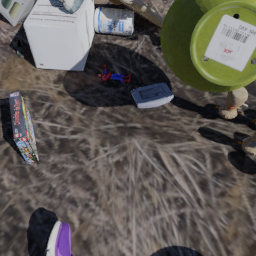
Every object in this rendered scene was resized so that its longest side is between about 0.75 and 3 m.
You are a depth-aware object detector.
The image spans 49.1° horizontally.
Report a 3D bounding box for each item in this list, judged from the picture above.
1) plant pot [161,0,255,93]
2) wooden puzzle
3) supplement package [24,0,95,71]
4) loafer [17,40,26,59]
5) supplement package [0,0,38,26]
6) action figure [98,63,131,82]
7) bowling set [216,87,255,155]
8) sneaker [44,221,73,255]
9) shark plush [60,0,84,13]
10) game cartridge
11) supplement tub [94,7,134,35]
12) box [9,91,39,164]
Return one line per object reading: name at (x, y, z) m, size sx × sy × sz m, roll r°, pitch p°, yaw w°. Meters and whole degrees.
plant pot at (1.659, -1.593, 5.056) m, size 2.329 × 2.329 × 2.489 m, roll 10°, pitch 21°, yaw 8°
wooden puzzle at (-0.053, -4.586, 10.026) m, size 2.691 × 0.501 × 2.489 m, roll 37°, pitch 19°, yaw 27°
supplement package at (-2.071, -3.403, 9.262) m, size 1.618 × 1.613 × 2.759 m, roll 5°, pitch 52°, yaw 2°
loafer at (-3.694, -2.704, 9.580) m, size 0.298 × 0.261 × 0.831 m, roll -16°, pitch 53°, yaw -12°
supplement package at (-3.889, -5.079, 10.106) m, size 1.508 × 1.988 × 1.497 m, roll 47°, pitch 54°, yaw -19°
action figure at (-0.436, -1.683, 8.626) m, size 1.022 × 0.506 × 0.334 m, roll 2°, pitch 51°, yaw 5°
bowling set at (3.431, 0.302, 6.641) m, size 2.855 × 1.533 × 1.987 m, roll 14°, pitch 71°, yaw 9°
sneaker at (-0.948, 2.802, 4.904) m, size 0.976 × 0.944 × 2.340 m, roll -5°, pitch 58°, yaw -23°
shark plush at (-1.325, -4.519, 8.845) m, size 1.175 × 1.282 × 2.821 m, roll 40°, pitch 43°, yaw -2°
game cartridge at (0.714, -0.941, 8.197) m, size 1.114 × 0.231 × 0.742 m, roll -14°, pitch 57°, yaw -11°
supplement tub at (-0.491, -3.838, 10.093) m, size 1.336 × 0.881 × 0.881 m, roll 7°, pitch 51°, yaw 6°
box at (-2.571, -0.019, 6.902) m, size 0.288 × 1.042 × 1.526 m, roll -15°, pitch 53°, yaw -12°
